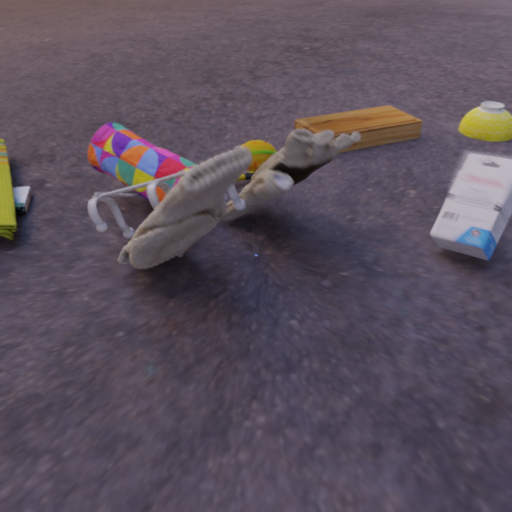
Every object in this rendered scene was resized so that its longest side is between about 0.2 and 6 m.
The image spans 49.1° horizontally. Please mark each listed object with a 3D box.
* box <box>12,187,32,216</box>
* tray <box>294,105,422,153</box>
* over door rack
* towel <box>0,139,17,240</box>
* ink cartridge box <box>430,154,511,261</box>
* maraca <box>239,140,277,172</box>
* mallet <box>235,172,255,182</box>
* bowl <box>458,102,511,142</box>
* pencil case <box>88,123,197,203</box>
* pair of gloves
[{"bbox_3d":[-4.777,-0.965,10.230,1.186,0.215,0.856,-8,33,-10],"label":"box"},{"bbox_3d":[2.402,-3.022,13.261,2.696,0.499,1.330,-14,35,-20],"label":"tray"},{"bbox_3d":[-1.215,-1.026,9.234,2.086,0.941,2.824,-13,14,11],"label":"over door rack"},{"bbox_3d":[-5.425,-1.359,10.157,1.800,0.378,4.182,-2,30,-26],"label":"towel"},{"bbox_3d":[3.426,-0.767,8.613,0.862,0.497,1.489,21,79,42],"label":"ink cartridge box"},{"bbox_3d":[0.106,-1.749,9.838,1.013,0.542,0.695,-3,2,-23],"label":"maraca"},{"bbox_3d":[-0.400,-1.583,11.114,2.278,0.469,0.750,-19,32,-35],"label":"mallet"},{"bbox_3d":[5.627,-3.307,13.512,1.304,0.701,1.304,0,33,0],"label":"bowl"},{"bbox_3d":[-1.838,-1.465,9.812,2.410,1.065,1.065,32,43,23],"label":"pencil case"},{"bbox_3d":[-0.304,-0.810,8.178,3.415,2.904,0.599,-28,85,-41],"label":"pair of gloves"}]
